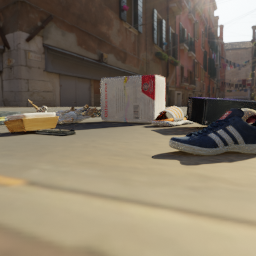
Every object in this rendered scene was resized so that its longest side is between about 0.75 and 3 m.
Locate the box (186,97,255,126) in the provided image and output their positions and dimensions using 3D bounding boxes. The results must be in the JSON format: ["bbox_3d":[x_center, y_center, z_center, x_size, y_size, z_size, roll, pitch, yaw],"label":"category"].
[{"bbox_3d":[3.742,-0.593,10.531,2.601,1.025,1.835,3,10,-7],"label":"box"}]

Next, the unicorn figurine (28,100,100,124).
[{"bbox_3d":[-2.779,-0.593,12.546,1.931,1.038,2.812,-8,-16,43],"label":"unicorn figurine"}]

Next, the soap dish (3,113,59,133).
[{"bbox_3d":[-3.105,-0.176,9.066,1.080,0.557,1.373,-4,3,36],"label":"soap dish"}]

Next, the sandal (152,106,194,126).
[{"bbox_3d":[1.966,-0.538,12.060,1.049,0.785,2.739,4,7,39],"label":"sandal"}]

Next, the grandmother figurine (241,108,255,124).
[{"bbox_3d":[3.896,-0.110,7.394,1.819,0.908,3.000,7,5,-18],"label":"grandmother figurine"}]

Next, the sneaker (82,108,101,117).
[{"bbox_3d":[-2.277,-0.915,17.773,1.627,0.627,0.693,5,-8,-32],"label":"sneaker"}]

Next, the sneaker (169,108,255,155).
[{"bbox_3d":[1.812,0.046,5.518,2.063,0.872,0.773,-1,6,-9],"label":"sneaker"}]

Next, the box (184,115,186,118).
[{"bbox_3d":[3.280,-0.579,15.458,0.948,0.233,0.764,2,3,21],"label":"box"}]

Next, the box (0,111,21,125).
[{"bbox_3d":[-6.070,-0.437,12.219,1.717,0.555,2.177,3,6,17],"label":"box"}]

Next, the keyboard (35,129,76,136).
[{"bbox_3d":[-2.160,0.120,8.706,1.271,0.131,0.808,4,7,28],"label":"keyboard"}]

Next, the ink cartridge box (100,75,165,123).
[{"bbox_3d":[0.221,-1.358,13.372,2.946,2.174,1.261,4,7,32],"label":"ink cartridge box"}]
